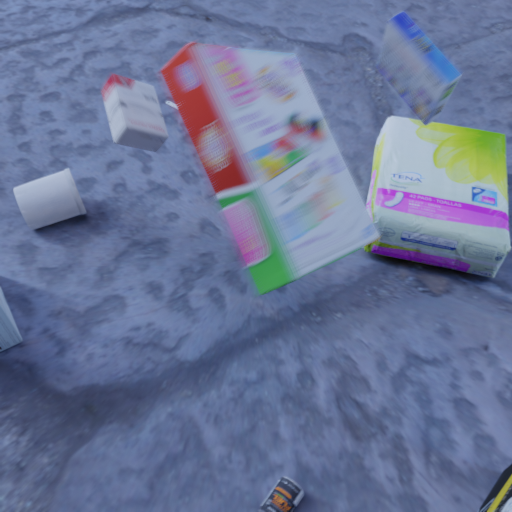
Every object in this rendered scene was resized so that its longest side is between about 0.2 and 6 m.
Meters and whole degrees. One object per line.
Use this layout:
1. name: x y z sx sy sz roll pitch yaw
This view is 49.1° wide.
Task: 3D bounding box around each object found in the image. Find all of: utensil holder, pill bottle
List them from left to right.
1. utensil holder: -4.060 -1.106 11.050 1.116 0.948 0.948 -21 53 -13
2. pill bottle: 0.292 3.435 7.638 0.394 0.394 0.742 30 57 22

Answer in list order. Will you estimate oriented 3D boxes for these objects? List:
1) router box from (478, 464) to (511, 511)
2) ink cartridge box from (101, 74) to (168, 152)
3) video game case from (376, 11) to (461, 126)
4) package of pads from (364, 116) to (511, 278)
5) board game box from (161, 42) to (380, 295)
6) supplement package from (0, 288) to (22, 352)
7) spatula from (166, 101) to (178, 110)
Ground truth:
1. router box: 2.552 3.522 5.710 1.077 3.243 4.125 36 59 26
2. ink cartridge box: -1.910 -2.224 8.786 0.778 0.440 1.061 5 58 -42
3. video game case: 2.319 -2.700 8.165 0.291 1.159 1.279 -34 77 -6
4. package of pads: 3.510 -1.288 11.070 2.564 1.132 3.319 12 51 8
5. board game box: 0.319 -1.271 7.551 2.354 0.620 3.076 -20 85 -51
6. supplement package: -5.178 0.846 9.128 1.872 1.377 1.790 -25 55 -19
7. spatula: -1.328 -3.660 13.679 1.688 0.136 1.174 32 58 24
